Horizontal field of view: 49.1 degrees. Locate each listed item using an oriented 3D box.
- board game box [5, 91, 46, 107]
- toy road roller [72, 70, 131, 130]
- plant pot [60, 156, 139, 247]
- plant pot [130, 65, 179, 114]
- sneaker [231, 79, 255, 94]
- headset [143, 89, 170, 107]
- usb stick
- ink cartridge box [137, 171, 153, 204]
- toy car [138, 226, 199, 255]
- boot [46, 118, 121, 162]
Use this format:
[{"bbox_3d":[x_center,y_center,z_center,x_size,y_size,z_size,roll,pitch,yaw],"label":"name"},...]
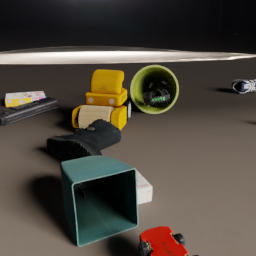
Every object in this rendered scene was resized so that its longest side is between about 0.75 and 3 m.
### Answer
[{"bbox_3d":[-4.841,-1.391,13.270,1.757,0.354,1.345,-7,20,-19],"label":"board game box"},{"bbox_3d":[-0.837,-1.014,9.830,1.585,1.883,2.580,4,19,11],"label":"toy road roller"},{"bbox_3d":[-0.660,1.093,5.093,1.087,1.087,1.539,-9,16,-25],"label":"plant pot"},{"bbox_3d":[1.252,-1.655,12.193,1.964,1.964,1.865,4,8,12],"label":"plant pot"},{"bbox_3d":[6.779,-2.294,15.145,2.314,0.811,1.256,1,13,23],"label":"sneaker"},{"bbox_3d":[1.135,-1.129,11.279,1.015,0.772,1.644,-9,13,1],"label":"headset"},{"bbox_3d":[-3.975,-0.714,11.150,0.825,0.485,2.975,16,24,23],"label":"usb stick"},{"bbox_3d":[0.032,1.203,5.754,0.629,0.365,0.853,-8,23,-21],"label":"ink cartridge box"},{"bbox_3d":[0.653,2.145,2.782,2.436,0.543,2.292,14,24,36],"label":"toy car"},{"bbox_3d":[-0.842,0.380,7.374,1.846,0.839,2.198,-22,22,-38],"label":"boot"}]
